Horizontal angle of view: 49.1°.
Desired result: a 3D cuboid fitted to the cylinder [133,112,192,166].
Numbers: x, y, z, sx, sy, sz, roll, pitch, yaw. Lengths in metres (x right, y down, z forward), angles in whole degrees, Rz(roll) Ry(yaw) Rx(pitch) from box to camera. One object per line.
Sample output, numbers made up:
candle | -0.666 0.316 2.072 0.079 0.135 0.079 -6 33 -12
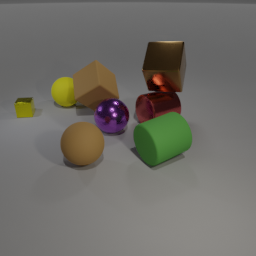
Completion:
cylinder | 1.116 0.334 9.152 1.400 1.400 1.400 -21 34 -25

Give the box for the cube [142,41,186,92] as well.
cube | 1.458 -2.368 10.926 1.400 1.400 1.400 5 65 18

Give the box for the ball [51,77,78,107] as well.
ball | -2.955 -1.732 13.423 1.400 1.400 1.400 0 28 0

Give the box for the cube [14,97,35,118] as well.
cube | -4.636 -0.927 12.618 0.700 0.700 0.700 -3 28 -6

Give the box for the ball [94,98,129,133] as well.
ball | -0.643 -0.486 11.061 1.400 1.400 1.400 0 28 0

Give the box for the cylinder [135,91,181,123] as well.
cylinder | 1.246 -0.827 11.647 1.400 1.400 1.400 -16 31 -27

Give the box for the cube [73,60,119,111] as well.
cube | -1.417 -1.820 12.324 1.400 1.400 1.400 -26 57 25

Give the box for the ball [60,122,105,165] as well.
ball | -1.455 0.496 8.994 1.400 1.400 1.400 0 28 0
